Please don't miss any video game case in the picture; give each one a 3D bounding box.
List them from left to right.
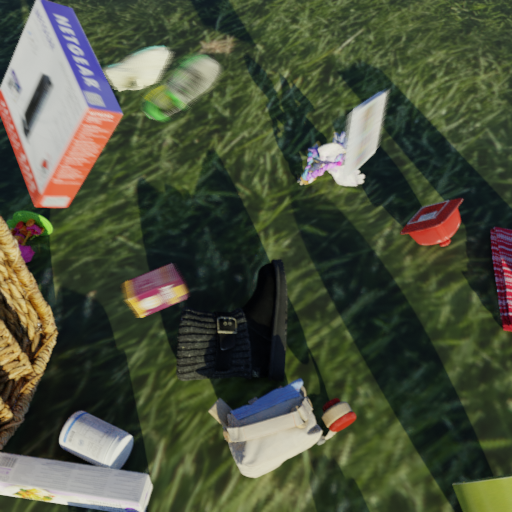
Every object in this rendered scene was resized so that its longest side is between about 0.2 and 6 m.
[{"bbox_3d":[2.129,-2.413,10.938,0.159,1.267,1.770,17,31,20],"label":"video game case"}]

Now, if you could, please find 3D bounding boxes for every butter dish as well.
[{"bbox_3d":[3.872,-0.591,11.980,1.140,0.845,1.143,-41,16,-33],"label":"butter dish"}]

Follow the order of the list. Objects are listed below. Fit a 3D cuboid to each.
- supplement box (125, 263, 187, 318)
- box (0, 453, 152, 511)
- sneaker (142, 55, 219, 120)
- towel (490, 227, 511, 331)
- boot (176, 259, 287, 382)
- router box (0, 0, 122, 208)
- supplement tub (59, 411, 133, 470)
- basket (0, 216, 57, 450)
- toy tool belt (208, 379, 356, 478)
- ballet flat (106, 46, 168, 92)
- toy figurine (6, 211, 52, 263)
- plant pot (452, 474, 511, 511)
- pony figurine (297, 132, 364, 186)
[{"bbox_3d":[-1.622,0.564,9.088,0.831,0.544,0.429,-23,47,-1],"label":"supplement box"},{"bbox_3d":[-2.805,3.435,8.430,2.408,0.466,0.499,5,43,6],"label":"box"},{"bbox_3d":[-1.409,-3.218,10.934,1.751,0.683,0.746,-41,33,2],"label":"sneaker"},{"bbox_3d":[5.863,0.516,11.264,2.018,0.314,2.791,8,48,6],"label":"towel"},{"bbox_3d":[-0.412,1.090,10.264,1.965,0.989,2.628,3,48,3],"label":"boot"},{"bbox_3d":[-3.489,-2.564,9.618,0.638,2.345,2.613,-3,56,-46],"label":"router box"},{"bbox_3d":[-2.522,2.924,8.829,0.982,0.648,0.648,20,51,16],"label":"supplement tub"},{"bbox_3d":[-4.380,1.443,8.172,2.677,3.593,2.565,-20,51,-17],"label":"basket"},{"bbox_3d":[0.404,2.463,8.851,2.066,1.290,1.270,-21,59,-19],"label":"toy tool belt"},{"bbox_3d":[-2.314,-3.691,11.213,0.704,0.704,1.963,-40,27,-30],"label":"ballet flat"},{"bbox_3d":[-4.993,-0.277,11.801,1.120,0.841,1.031,-6,54,24],"label":"toy figurine"},{"bbox_3d":[3.628,3.827,7.649,1.451,1.451,1.551,-6,67,-6],"label":"plant pot"},{"bbox_3d":[1.806,-2.314,13.420,1.506,1.299,1.560,-7,42,39],"label":"pony figurine"}]
